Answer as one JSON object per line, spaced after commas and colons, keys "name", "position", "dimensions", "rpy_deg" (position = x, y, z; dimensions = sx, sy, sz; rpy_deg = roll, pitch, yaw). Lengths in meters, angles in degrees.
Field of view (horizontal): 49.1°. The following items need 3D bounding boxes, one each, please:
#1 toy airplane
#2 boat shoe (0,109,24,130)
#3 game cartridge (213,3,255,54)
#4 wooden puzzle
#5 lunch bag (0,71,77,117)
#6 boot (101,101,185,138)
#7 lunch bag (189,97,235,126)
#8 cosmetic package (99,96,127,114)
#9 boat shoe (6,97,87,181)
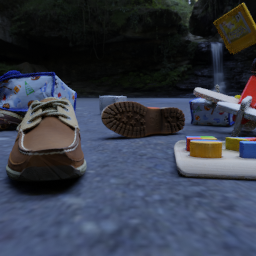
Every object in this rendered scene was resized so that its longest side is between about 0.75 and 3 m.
{"name": "toy airplane", "position": [3.425, -0.529, 7.774], "dimensions": [2.585, 1.832, 2.596], "rpy_deg": [-11, 44, -3]}
{"name": "boat shoe", "position": [-3.831, -0.210, 8.491], "dimensions": [1.768, 0.636, 0.638], "rpy_deg": [20, -13, -17]}
{"name": "game cartridge", "position": [2.406, -2.151, 6.177], "dimensions": [0.141, 0.870, 0.767], "rpy_deg": [-36, 8, -36]}
{"name": "wooden puzzle", "position": [1.648, 0.368, 4.625], "dimensions": [1.720, 0.430, 1.857], "rpy_deg": [1, 8, 8]}
{"name": "lunch bag", "position": [-3.187, -0.942, 9.390], "dimensions": [2.417, 1.497, 2.055], "rpy_deg": [-3, -12, 10]}
{"name": "boot", "position": [0.231, -0.204, 7.719], "dimensions": [2.430, 0.912, 1.303], "rpy_deg": [4, 0, -31]}
{"name": "lunch bag", "position": [3.202, -0.657, 10.105], "dimensions": [1.462, 1.065, 1.719], "rpy_deg": [4, 16, 32]}
{"name": "cosmetic package", "position": [-0.767, -1.115, 13.941], "dimensions": [0.691, 0.961, 1.703], "rpy_deg": [-5, 11, -33]}
{"name": "boat shoe", "position": [-1.306, 0.048, 4.503], "dimensions": [1.111, 1.084, 2.936], "rpy_deg": [-2, 8, -16]}
